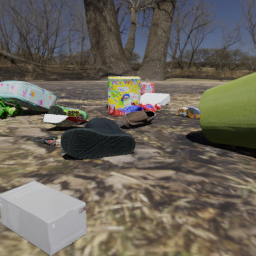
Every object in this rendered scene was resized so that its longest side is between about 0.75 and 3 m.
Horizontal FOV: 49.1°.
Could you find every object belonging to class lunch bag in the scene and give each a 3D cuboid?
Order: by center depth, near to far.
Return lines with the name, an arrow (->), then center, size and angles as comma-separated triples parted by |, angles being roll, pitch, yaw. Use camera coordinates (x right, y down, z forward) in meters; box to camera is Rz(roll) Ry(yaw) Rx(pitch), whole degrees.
lunch bag -> -5.241, -1.576, 14.613 | 2.146, 1.032, 2.676 | 3, -12, 35

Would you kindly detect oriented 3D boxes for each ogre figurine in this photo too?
ogre figurine -> -6.197, -0.931, 13.574 | 1.242, 1.017, 2.072 | 21, 32, 11

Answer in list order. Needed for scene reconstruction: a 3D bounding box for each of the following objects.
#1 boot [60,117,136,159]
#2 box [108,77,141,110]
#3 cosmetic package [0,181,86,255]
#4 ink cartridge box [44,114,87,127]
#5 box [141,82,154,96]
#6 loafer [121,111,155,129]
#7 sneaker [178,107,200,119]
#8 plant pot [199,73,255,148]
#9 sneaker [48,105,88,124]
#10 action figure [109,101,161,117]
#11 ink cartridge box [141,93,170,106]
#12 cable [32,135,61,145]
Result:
boot -> -1.036, 0.225, 8.328 | 2.173, 0.830, 1.826 | 2, 14, -23
box -> -0.239, -2.053, 16.427 | 1.874, 1.805, 1.143 | 0, 16, -4
cosmetic package -> -1.300, 1.295, 4.236 | 1.298, 0.585, 0.693 | 14, 19, 38
ink cartridge box -> -2.368, -0.240, 10.966 | 1.446, 0.362, 1.164 | 7, -7, 10
box -> 1.073, -3.136, 22.955 | 1.110, 1.159, 2.325 | -8, 14, -31
loafer -> 0.449, -0.478, 11.517 | 1.819, 0.664, 0.646 | -15, -22, -47
sneaker -> 3.146, -0.793, 13.720 | 0.650, 0.555, 1.474 | -8, 15, -33
plant pot -> 3.696, -0.502, 8.242 | 2.893, 2.893, 2.747 | -12, 6, -44
sneaker -> -2.709, -0.560, 12.584 | 1.967, 0.768, 0.838 | 14, 9, 19
action figure -> 0.489, -1.041, 14.653 | 2.921, 0.755, 0.956 | -4, 10, -28
ink cartridge box -> 1.375, -1.596, 18.015 | 1.836, 0.542, 2.294 | 9, 33, 35
cable -> -2.622, 0.455, 9.078 | 1.180, 0.297, 0.573 | -9, 26, 19
